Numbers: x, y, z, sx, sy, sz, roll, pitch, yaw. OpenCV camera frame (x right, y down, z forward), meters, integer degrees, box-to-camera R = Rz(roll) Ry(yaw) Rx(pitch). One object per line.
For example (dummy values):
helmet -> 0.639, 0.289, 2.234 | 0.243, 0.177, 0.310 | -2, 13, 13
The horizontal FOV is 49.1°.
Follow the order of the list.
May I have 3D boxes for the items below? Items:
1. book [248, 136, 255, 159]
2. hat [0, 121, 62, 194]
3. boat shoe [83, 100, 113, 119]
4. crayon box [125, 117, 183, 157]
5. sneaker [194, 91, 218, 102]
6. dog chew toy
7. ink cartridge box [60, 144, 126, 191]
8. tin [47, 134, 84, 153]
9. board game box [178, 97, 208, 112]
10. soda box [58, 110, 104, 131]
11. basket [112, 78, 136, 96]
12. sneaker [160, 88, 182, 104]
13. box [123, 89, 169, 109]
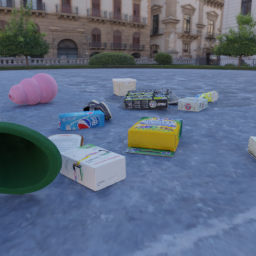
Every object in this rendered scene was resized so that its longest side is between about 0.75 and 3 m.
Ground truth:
book -> 4.303, 0.800, 7.534 | 1.370, 0.493, 2.051 | 3, 16, 2
hat -> -2.411, 0.084, 6.155 | 1.987, 2.399, 2.112 | 21, 38, -22
boat shoe -> -1.422, -0.736, 12.865 | 0.738, 0.855, 2.353 | -31, 25, -17
crayon box -> 0.936, 0.201, 9.353 | 1.523, 0.625, 2.423 | 4, 16, 15
sneaker -> 4.690, -1.908, 17.016 | 1.712, 0.648, 0.899 | -12, 19, -35
dog chew toy -> -5.478, -2.136, 16.101 | 1.746, 1.746, 2.803 | 13, 27, 39
ink cartridge box -> -0.866, 0.909, 6.835 | 1.386, 0.582, 1.003 | 14, 21, 42
tin -> -1.911, 0.625, 8.239 | 1.255, 0.469, 2.242 | 2, 15, -8
board game box -> 3.495, -1.291, 15.054 | 1.151, 0.502, 1.561 | 9, 17, 30
soda box -> -1.873, -0.318, 11.316 | 1.766, 0.567, 0.599 | -7, 20, -23
basket -> -0.275, -2.903, 19.749 | 1.378, 1.118, 1.390 | -5, 17, -19
sneaker -> 2.388, -1.913, 16.562 | 0.752, 0.826, 2.014 | -5, 17, -34
box -> 1.042, -1.611, 15.421 | 2.389, 0.529, 1.914 | -1, 24, 10
